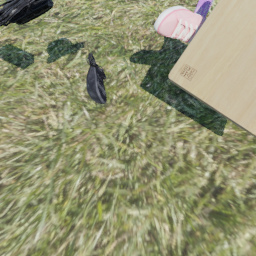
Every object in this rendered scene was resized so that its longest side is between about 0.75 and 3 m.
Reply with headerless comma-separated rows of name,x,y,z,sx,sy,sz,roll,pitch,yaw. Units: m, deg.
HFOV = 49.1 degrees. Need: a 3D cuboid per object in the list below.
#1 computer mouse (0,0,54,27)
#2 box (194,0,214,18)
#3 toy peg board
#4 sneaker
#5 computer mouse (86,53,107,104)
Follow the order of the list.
computer mouse,-2.305,-2.973,6.488,1.737,0.661,2.508,-32,22,-4
box,2.477,-4.018,8.621,0.370,1.892,1.295,25,35,8
toy peg board,2.956,-1.432,6.402,2.939,1.443,2.951,35,93,10
sneaker,1.487,-2.270,6.545,1.813,0.682,0.947,-13,55,-42
computer mouse,-0.677,-0.917,5.768,0.294,0.772,1.115,-18,54,13
